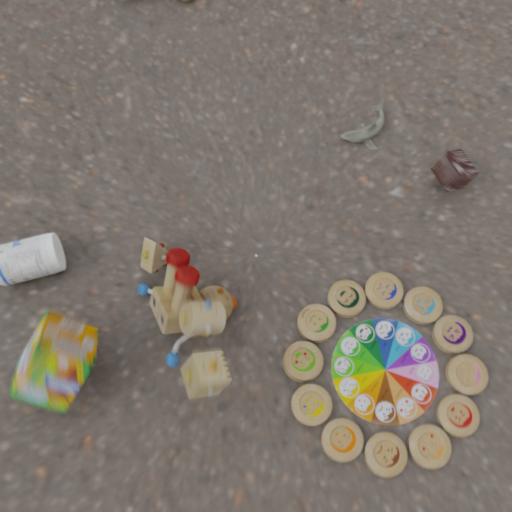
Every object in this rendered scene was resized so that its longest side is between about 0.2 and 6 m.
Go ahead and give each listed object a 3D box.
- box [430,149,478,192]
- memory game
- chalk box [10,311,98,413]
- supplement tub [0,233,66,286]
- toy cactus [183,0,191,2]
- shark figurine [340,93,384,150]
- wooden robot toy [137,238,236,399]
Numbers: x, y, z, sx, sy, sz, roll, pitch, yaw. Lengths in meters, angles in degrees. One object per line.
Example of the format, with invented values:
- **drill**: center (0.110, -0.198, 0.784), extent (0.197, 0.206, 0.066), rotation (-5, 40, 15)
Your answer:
- **box**: center (3.783, -1.634, 10.720), extent (0.504, 0.499, 0.607), rotation (-15, 67, -31)
- **memory game**: center (2.208, 1.951, 9.631), extent (3.529, 0.225, 3.529), rotation (0, 67, 0)
- **chalk box**: center (-3.292, 1.818, 9.001), extent (0.920, 1.474, 0.914), rotation (25, 23, -23)
- **supplement tub**: center (-4.133, 0.062, 10.157), extent (1.138, 0.751, 0.751), rotation (-15, 68, -7)
- **toy cactus**: center (-2.201, -6.779, 12.989), extent (2.033, 1.260, 2.463), rotation (42, 64, 6)
- **shark figurine**: center (2.404, -2.729, 11.498), extent (0.742, 0.518, 1.242), rotation (37, 74, 13)
- **wooden robot toy**: center (-0.874, 0.801, 9.472), extent (1.484, 1.440, 3.270), rotation (2, 36, -33)
